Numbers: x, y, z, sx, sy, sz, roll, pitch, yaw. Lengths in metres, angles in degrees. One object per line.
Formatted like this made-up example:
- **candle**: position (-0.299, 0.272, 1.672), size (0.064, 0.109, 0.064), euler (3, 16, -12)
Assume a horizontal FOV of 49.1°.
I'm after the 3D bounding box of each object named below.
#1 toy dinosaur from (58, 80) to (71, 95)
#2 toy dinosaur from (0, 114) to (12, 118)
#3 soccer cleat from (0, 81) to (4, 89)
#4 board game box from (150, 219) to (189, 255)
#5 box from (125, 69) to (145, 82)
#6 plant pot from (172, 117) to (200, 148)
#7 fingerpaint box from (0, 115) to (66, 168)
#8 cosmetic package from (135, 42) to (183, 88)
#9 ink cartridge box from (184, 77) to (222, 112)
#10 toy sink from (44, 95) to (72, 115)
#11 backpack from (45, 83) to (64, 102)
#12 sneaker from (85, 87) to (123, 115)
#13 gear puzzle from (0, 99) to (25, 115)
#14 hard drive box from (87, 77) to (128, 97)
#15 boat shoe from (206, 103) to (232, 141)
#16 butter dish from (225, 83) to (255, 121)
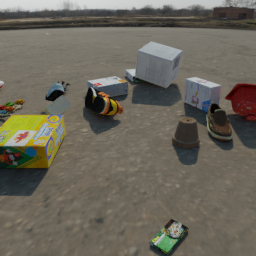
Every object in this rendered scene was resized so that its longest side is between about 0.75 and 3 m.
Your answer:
- **toy dinosaur**: position (-3.670, -2.097, 15.638), size (0.700, 1.333, 1.210), euler (28, 54, -8)
- **toy dinosaur**: position (-6.389, -0.774, 12.523), size (2.665, 0.633, 1.175), euler (-1, 40, -2)
- **soccer cleat**: position (-7.975, -2.399, 15.404), size (0.827, 1.026, 2.409), euler (18, 31, 32)
- **board game box**: position (0.942, 2.444, 6.351), size (0.478, 0.107, 0.913), euler (22, 33, 34)
- **box**: position (1.244, -3.531, 18.481), size (2.477, 0.450, 1.788), euler (-8, 27, -13)
- **plant pot**: position (2.152, 0.117, 10.288), size (1.045, 0.911, 1.045), euler (-1, 26, 1)
- **fingerpaint box**: position (-3.434, 0.401, 9.701), size (2.004, 0.881, 2.402), euler (0, 26, 1)
- **cosmetic package**: position (1.830, -3.832, 16.809), size (2.175, 1.795, 1.793), euler (23, 42, 21)
- **ink cartridge box**: position (3.545, -1.640, 13.553), size (0.728, 1.243, 1.720), euler (-14, 29, -28)
- **toy sink**: position (-2.986, -0.835, 11.948), size (0.954, 0.622, 0.535), euler (-45, 6, -30)
- **backpack**: position (-3.470, -1.682, 13.422), size (0.785, 0.941, 0.595), euler (7, 54, -39)
- **sneaker**: position (-1.165, -1.165, 13.214), size (1.229, 0.955, 2.732), euler (13, 13, -28)
- **gear puzzle**: position (-5.691, -1.054, 13.475), size (1.026, 0.259, 1.981), euler (10, 27, 20)
- **hard drive box**: position (-1.112, -2.252, 15.479), size (1.817, 0.698, 1.416), euler (-16, 29, -30)
- **boat shoe**: position (3.606, -0.338, 11.260), size (0.874, 0.875, 2.365), euler (0, 26, 0)
- **butter dish**: position (5.398, -1.015, 12.262), size (1.902, 1.406, 1.896), euler (7, -15, 3)
